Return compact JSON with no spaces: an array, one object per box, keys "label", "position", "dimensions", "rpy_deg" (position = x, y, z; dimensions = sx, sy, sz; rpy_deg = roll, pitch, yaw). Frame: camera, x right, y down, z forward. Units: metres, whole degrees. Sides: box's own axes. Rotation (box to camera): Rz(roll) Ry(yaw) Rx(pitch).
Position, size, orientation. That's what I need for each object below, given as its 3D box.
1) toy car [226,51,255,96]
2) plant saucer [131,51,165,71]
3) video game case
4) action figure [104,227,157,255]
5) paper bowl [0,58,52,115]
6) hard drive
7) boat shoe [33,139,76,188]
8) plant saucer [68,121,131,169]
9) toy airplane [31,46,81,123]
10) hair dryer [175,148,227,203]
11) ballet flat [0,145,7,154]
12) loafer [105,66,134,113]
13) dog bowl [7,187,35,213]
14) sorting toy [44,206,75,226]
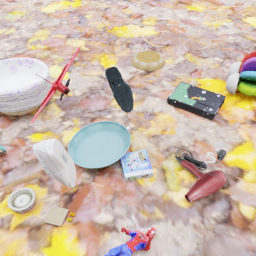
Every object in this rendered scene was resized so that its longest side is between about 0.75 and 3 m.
[{"label":"toy car","position":[5.606,-2.439,12.513],"dimensions":[2.058,1.764,2.352],"rpy_deg":[15,45,14]},{"label":"plant saucer","position":[1.075,-3.659,14.913],"dimensions":[1.858,0.329,1.858],"rpy_deg":[0,43,0]},{"label":"video game case","position":[0.273,1.261,9.600],"dimensions":[0.968,0.243,1.068],"rpy_deg":[-8,43,-9]},{"label":"action figure","position":[-0.121,3.038,7.092],"dimensions":[2.233,1.105,0.729],"rpy_deg":[-25,48,-28]},{"label":"paper bowl","position":[-4.702,-1.678,11.855],"dimensions":[2.916,1.516,2.916],"rpy_deg":[0,42,0]},{"label":"hard drive","position":[2.958,-1.224,12.194],"dimensions":[2.140,0.405,1.495],"rpy_deg":[24,48,23]},{"label":"boat shoe","position":[-1.541,0.814,5.982],"dimensions":[0.533,1.556,0.560],"rpy_deg":[-5,55,9]},{"label":"plant saucer","position":[-0.984,0.647,9.975],"dimensions":[2.264,0.407,2.264],"rpy_deg":[-7,43,7]},{"label":"toy airplane","position":[-1.974,-1.221,7.903],"dimensions":[0.511,2.777,2.777],"rpy_deg":[33,47,-3]},{"label":"hair dryer","position":[2.318,1.550,9.212],"dimensions":[1.744,0.622,2.289],"rpy_deg":[-2,35,24]},{"label":"ballet flat","position":[-5.119,0.593,10.146],"dimensions":[1.955,0.703,0.703],"rpy_deg":[32,51,30]},{"label":"loafer","position":[-0.223,-1.171,8.934],"dimensions":[0.602,0.598,1.653],"rpy_deg":[-20,69,-2]},{"label":"dog bowl","position":[-3.198,2.223,8.509],"dimensions":[0.813,0.300,0.813],"rpy_deg":[0,43,0]},{"label":"sorting toy","position":[-1.990,2.617,8.237],"dimensions":[0.792,0.106,0.590],"rpy_deg":[10,39,11]}]
